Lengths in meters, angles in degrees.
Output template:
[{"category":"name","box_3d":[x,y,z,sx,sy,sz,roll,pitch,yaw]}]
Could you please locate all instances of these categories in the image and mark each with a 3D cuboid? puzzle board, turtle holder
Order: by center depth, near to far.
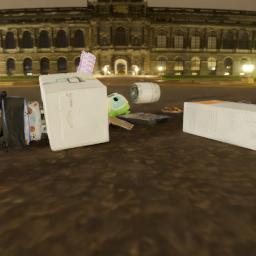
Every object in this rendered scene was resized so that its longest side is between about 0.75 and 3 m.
[{"category":"puzzle board","box_3d":[-0.445,-0.239,10.426,1.264,0.110,0.953,22,11,5]},{"category":"turtle holder","box_3d":[-0.683,-0.957,12.560,1.403,0.996,1.066,-20,19,6]}]

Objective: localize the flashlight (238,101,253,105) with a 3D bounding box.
[{"category":"flashlight","box_3d":[5.714,-0.812,12.316,0.900,0.903,2.657,-1,11,-8]}]

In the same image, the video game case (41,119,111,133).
[{"category":"video game case","box_3d":[-2.016,-0.156,10.382,2.416,0.293,2.655,2,10,8]}]

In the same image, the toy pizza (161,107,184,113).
[{"category":"toy pizza","box_3d":[2.412,-0.984,15.035,1.253,0.199,1.253,0,11,0]}]

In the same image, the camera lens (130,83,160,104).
[{"category":"camera lens","box_3d":[1.142,-2.409,19.258,1.752,1.401,1.401,-5,12,-25]}]

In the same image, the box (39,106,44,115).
[{"category":"box","box_3d":[-3.572,-0.940,14.154,1.482,0.451,1.839,4,11,27]}]

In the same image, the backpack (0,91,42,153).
[{"category":"backpack","box_3d":[-3.025,-0.199,7.827,1.205,1.565,1.490,1,4,-25]}]

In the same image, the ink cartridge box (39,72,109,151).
[{"category":"ink cartridge box","box_3d":[-1.611,-0.602,8.109,1.594,1.601,2.182,-8,23,-17]}]

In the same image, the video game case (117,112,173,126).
[{"category":"video game case","box_3d":[0.705,-0.409,11.961,1.791,0.228,1.619,10,14,42]}]

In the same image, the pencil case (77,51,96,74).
[{"category":"pencil case","box_3d":[-1.651,-2.193,10.621,0.601,1.432,0.612,-1,-18,35]}]

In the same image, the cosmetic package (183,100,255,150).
[{"category":"cosmetic package","box_3d":[3.255,-0.193,8.625,1.507,1.059,2.972,-7,13,-31]}]
